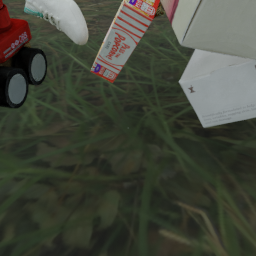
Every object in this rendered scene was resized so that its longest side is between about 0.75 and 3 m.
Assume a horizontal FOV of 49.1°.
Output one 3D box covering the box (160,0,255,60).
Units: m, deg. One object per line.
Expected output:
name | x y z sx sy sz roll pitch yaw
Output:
box | 1.140 -1.935 3.609 1.223 1.042 1.912 5 50 -19

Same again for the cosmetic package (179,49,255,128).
cosmetic package | 2.360 -1.475 5.803 1.682 1.209 2.981 -12 34 39

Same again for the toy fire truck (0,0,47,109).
toy fire truck | -2.075 -1.351 3.541 1.715 2.666 2.346 9 43 11

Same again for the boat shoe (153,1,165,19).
boat shoe | 0.773 -2.964 6.937 0.342 0.905 0.334 11 44 -54

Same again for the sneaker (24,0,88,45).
sneaker | -1.652 -2.469 5.821 0.906 0.770 2.047 -32 82 -25

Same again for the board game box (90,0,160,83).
board game box | 0.116 -2.498 5.987 0.587 1.921 2.536 26 57 -12
